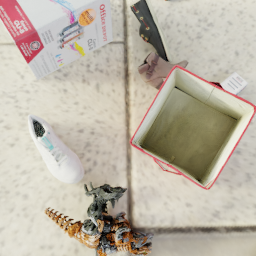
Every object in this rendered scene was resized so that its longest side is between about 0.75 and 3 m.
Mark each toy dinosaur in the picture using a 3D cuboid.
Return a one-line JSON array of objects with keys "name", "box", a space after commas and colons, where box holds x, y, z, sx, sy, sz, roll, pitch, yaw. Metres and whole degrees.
[{"name": "toy dinosaur", "box": [-0.706, 2.410, 7.076, 2.744, 1.402, 1.862, 14, 85, -17]}]

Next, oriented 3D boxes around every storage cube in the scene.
[{"name": "storage cube", "box": [1.571, 0.068, 7.155, 2.070, 2.177, 2.422, 30, 88, 11]}]

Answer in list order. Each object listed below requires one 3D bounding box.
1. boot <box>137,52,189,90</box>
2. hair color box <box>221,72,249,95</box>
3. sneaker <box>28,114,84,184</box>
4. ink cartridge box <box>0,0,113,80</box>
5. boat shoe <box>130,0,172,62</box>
[{"name": "boot", "box": [1.065, -1.956, 8.831, 1.502, 0.528, 1.098, -45, 106, -7]}, {"name": "hair color box", "box": [3.148, -1.184, 8.843, 1.171, 0.354, 0.586, -38, 74, -13]}, {"name": "sneaker", "box": [-2.131, 0.574, 7.825, 0.875, 1.029, 2.326, -39, 74, -15]}, {"name": "ink cartridge box", "box": [-2.251, -3.450, 8.697, 2.989, 2.172, 2.162, -32, 74, -10]}, {"name": "boat shoe", "box": [0.783, -3.194, 9.371, 0.788, 0.920, 2.516, -23, 74, 12]}]
